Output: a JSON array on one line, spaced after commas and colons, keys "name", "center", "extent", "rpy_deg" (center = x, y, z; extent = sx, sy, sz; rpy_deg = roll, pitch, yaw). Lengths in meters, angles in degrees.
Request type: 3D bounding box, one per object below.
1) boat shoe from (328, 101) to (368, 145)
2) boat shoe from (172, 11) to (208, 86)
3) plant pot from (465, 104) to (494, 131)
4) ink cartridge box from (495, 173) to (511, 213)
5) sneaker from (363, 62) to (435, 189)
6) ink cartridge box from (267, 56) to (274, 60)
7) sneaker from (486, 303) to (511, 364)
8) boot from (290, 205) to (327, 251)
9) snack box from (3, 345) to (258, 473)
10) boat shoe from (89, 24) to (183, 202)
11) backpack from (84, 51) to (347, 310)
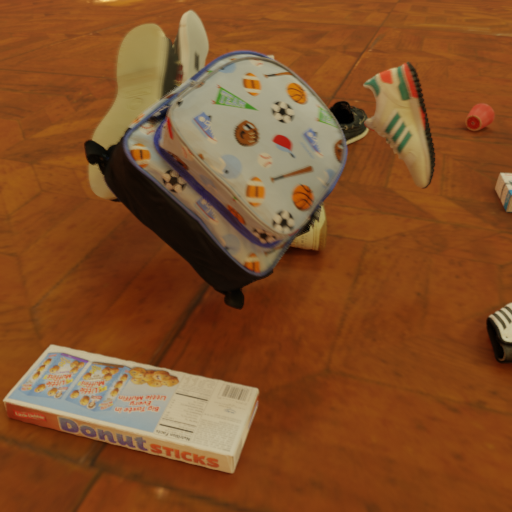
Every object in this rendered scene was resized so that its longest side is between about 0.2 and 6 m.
[{"name": "boat shoe", "center": [2.410, -3.880, 16.060], "extent": [1.188, 1.054, 3.178], "rpy_deg": [22, 40, 29]}, {"name": "boat shoe", "center": [-1.590, -4.260, 12.143], "extent": [0.775, 0.861, 2.436], "rpy_deg": [-13, 61, 27]}, {"name": "plant pot", "center": [6.662, -4.113, 16.809], "extent": [0.727, 0.727, 0.643], "rpy_deg": [27, 53, 34]}, {"name": "ink cartridge box", "center": [6.134, -1.450, 12.977], "extent": [0.835, 0.489, 1.140], "rpy_deg": [4, 35, 6]}, {"name": "sneaker", "center": [2.455, -2.168, 9.704], "extent": [0.997, 2.132, 0.751], "rpy_deg": [-10, 14, 26]}, {"name": "ink cartridge box", "center": [0.145, -3.332, 11.850], "extent": [0.612, 1.016, 1.399], "rpy_deg": [-1, 72, 9]}, {"name": "sneaker", "center": [4.496, 1.529, 8.402], "extent": [1.408, 0.924, 2.448], "rpy_deg": [-22, 31, -15]}, {"name": "boot", "center": [0.293, -1.039, 11.954], "extent": [2.155, 1.009, 2.772], "rpy_deg": [-1, 37, -2]}, {"name": "snack box", "center": [-1.723, 2.055, 7.837], "extent": [3.337, 0.406, 1.200], "rpy_deg": [9, 35, 13]}, {"name": "boat shoe", "center": [-2.081, -2.469, 10.147], "extent": [1.247, 1.068, 3.408], "rpy_deg": [2, 71, 21]}, {"name": "backpack", "center": [-0.228, -1.582, 8.889], "extent": [2.717, 3.527, 3.359], "rpy_deg": [-24, 24, 52]}]
